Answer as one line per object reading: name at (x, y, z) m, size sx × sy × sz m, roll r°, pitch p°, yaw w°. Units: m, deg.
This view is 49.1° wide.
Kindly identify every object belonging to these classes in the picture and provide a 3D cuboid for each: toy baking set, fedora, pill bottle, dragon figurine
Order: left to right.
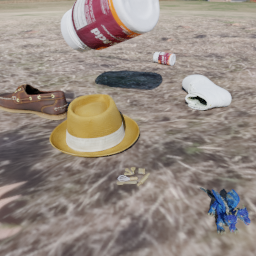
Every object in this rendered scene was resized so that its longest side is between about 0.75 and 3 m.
fedora at (-0.965, -0.246, 8.145) m, size 2.815 × 1.148 × 2.815 m, roll 0°, pitch 27°, yaw 0°
pill bottle at (-0.664, -3.302, 8.382) m, size 2.932 × 1.674 × 1.674 m, roll -3°, pitch 18°, yaw 47°
toy baking set at (0.118, 1.174, 6.604) m, size 0.630 × 0.095 × 0.820 m, roll 11°, pitch 30°, yaw 26°
pill bottle at (1.995, -3.840, 15.450) m, size 1.122 × 0.641 × 0.641 m, roll 18°, pitch 33°, yaw 30°
dragon figurine at (1.831, 1.440, 5.327) m, size 0.473 × 0.799 × 1.607 m, roll 0°, pitch 27°, yaw -1°

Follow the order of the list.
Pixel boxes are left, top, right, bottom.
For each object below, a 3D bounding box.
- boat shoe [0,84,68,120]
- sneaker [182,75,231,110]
boat shoe at (-3.407, -1.057, 9.825) m, size 2.924 × 1.028 × 1.029 m, roll 8°, pitch 31°, yaw 18°
sneaker at (2.567, -1.397, 10.624) m, size 1.348 × 0.859 × 2.333 m, roll -13°, pitch 32°, yaw -29°
